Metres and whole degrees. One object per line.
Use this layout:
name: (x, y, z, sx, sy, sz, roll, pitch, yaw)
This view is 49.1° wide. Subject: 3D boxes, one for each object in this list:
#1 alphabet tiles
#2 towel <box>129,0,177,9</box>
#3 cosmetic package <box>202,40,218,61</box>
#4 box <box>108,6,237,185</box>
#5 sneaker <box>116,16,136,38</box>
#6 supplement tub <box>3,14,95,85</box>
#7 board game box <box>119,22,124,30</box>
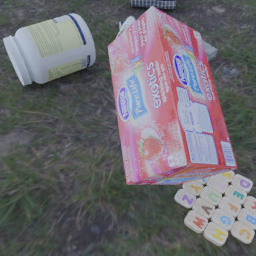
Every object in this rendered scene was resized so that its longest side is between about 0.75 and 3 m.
alphabet tiles: (2.359, 1.891, 7.197, 2.044, 0.153, 2.090, 29, 55, 23)
towel: (1.434, -7.240, 14.446, 2.434, 1.258, 2.940, 7, 51, 8)
cosmetic package: (3.106, -3.182, 11.432, 0.508, 0.429, 0.951, -33, 59, -21)
box: (0.728, -0.497, 5.351, 1.522, 1.404, 2.967, 9, 64, -41)
sneaker: (-0.104, -3.767, 11.304, 0.626, 0.732, 1.681, 22, 84, 1)
supplement tub: (-2.762, -2.776, 10.039, 2.721, 1.973, 1.973, -25, 54, -20)
board game box: (0.821, -4.186, 12.300, 2.325, 0.402, 1.468, -4, 49, -3)
